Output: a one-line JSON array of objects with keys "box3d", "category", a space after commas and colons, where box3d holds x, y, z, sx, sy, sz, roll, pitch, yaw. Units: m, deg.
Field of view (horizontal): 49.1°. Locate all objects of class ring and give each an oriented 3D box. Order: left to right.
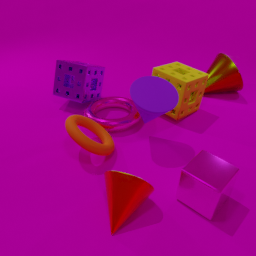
[{"box3d": [-1.001, 0.179, 7.483, 1.500, 0.300, 1.500, 34, 18, -12], "category": "ring"}, {"box3d": [-0.489, -0.491, 8.981, 1.868, 0.374, 1.868, -1, 33, 0], "category": "ring"}]

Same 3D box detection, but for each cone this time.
[{"box3d": [-0.151, 1.648, 5.811, 1.140, 1.140, 1.144, 12, 63, 16], "category": "cone"}, {"box3d": [0.588, -0.515, 7.715, 1.288, 1.293, 1.288, 5, 53, -7], "category": "cone"}, {"box3d": [3.072, -1.656, 10.366, 1.603, 1.597, 1.597, -31, 38, 2], "category": "cone"}]

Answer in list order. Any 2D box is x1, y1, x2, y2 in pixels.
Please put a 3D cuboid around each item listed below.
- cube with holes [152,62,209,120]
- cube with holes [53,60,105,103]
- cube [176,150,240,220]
[{"box3d": [1.589, -1.243, 9.080, 1.273, 1.273, 1.273, 32, 39, 33], "category": "cube with holes"}, {"box3d": [-1.666, -1.613, 9.599, 1.189, 1.189, 1.189, 17, 16, 22], "category": "cube with holes"}, {"box3d": [1.705, 1.211, 6.078, 0.909, 0.909, 0.909, 29, 44, 31], "category": "cube"}]
